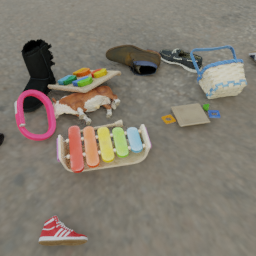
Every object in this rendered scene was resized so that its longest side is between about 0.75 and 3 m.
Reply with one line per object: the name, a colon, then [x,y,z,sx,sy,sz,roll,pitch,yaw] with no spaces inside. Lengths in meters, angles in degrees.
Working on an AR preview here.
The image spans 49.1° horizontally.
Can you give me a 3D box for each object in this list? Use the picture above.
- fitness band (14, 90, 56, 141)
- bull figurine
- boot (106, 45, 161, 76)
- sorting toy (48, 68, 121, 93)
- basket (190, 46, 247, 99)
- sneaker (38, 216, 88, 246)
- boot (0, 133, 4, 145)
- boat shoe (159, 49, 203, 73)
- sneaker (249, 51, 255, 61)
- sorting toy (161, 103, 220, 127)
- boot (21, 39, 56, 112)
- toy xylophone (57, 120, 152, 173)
fitness band: [-3.167,-0.458,9.658,1.323,0.345,1.842,3,65,-41]
bull figurine: [-1.565,-0.864,10.432,2.555,0.832,1.551,-25,52,-21]
boot: [0.221,-3.023,12.543,2.565,0.958,1.243,4,42,1]
sorting toy: [-1.748,-1.999,11.231,2.128,0.419,2.299,11,33,39]
basket: [3.617,-2.312,11.254,1.896,1.496,2.151,-8,75,-9]
sneaker: [-1.612,2.607,7.144,1.219,0.434,0.685,-1,48,2]
boot: [-5.275,0.626,8.986,1.473,0.781,2.238,27,54,18]
boat shoe: [2.444,-3.327,13.029,2.284,0.689,0.864,26,50,24]
sneaker: [6.222,-3.033,12.854,0.673,1.041,1.920,-11,15,-7]
sorting toy: [2.278,-0.438,10.379,2.176,0.296,1.225,-8,41,-8]
boot: [-3.618,-2.084,10.809,0.912,2.020,2.465,11,46,12]
toy xylophone: [-0.837,0.458,9.112,2.984,0.750,2.185,-13,46,-14]
